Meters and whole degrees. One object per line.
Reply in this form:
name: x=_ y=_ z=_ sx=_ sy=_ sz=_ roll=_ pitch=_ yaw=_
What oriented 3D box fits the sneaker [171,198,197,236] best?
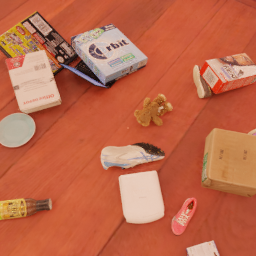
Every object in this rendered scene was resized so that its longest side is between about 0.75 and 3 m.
sneaker: x=1.910 y=2.957 z=9.553 sx=0.530 sy=0.623 sz=1.437 roll=29 pitch=66 yaw=15

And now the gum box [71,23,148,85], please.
gum box: x=-0.876 y=-3.461 z=12.795 sx=2.348 sy=0.616 sz=2.764 roll=-29 pitch=66 yaw=-26

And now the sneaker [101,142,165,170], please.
sneaker: x=0.189 y=1.094 z=10.569 sx=2.463 sy=0.893 sz=0.885 roll=-2 pitch=28 yaw=-14

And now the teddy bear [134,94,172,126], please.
teddy bear: x=1.045 y=-0.699 z=11.519 sx=1.237 sy=0.569 sz=1.706 roll=39 pitch=73 yaw=-10

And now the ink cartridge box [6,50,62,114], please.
ink cartridge box: x=-3.866 y=-1.871 z=11.619 sx=1.623 sy=0.917 sz=2.212 roll=-17 pitch=85 yaw=-9

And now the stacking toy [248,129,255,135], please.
stacking toy: x=5.238 y=0.694 z=10.900 sx=0.572 sy=0.572 sz=1.340 roll=-19 pitch=70 yaw=-10

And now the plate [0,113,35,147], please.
plate: x=-4.529 y=0.098 z=11.356 sx=1.564 sy=0.200 sz=1.564 roll=0 pitch=62 yaw=0

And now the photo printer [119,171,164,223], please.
photo printer: x=0.479 y=2.441 z=9.844 sx=1.427 sy=0.596 sz=1.715 roll=-7 pitch=61 yaw=-4

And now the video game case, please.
video game case: x=-4.075 y=-3.569 z=12.666 sx=2.763 sy=0.352 sz=2.497 roll=46 pitch=68 yaw=-5

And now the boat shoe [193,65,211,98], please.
boat shoe: x=3.265 y=-2.056 z=12.332 sx=0.480 sy=0.579 sz=1.613 roll=-4 pitch=65 yaw=-8

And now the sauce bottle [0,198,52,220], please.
sauce bottle: x=-3.657 y=2.742 z=9.666 sx=1.967 sy=0.636 sz=0.636 roll=-8 pitch=62 yaw=-4

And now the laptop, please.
laptop: x=-1.467 y=-2.756 z=12.333 sx=2.086 sy=1.216 sz=2.354 roll=32 pitch=66 yaw=15

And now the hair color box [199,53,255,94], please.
hair color box: x=4.443 y=-2.400 z=12.099 sx=2.369 sy=0.757 sz=1.314 roll=-16 pitch=61 yaw=-26

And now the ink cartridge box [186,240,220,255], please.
ink cartridge box: x=2.503 y=4.265 z=9.080 sx=0.969 sy=0.197 sz=0.967 roll=-13 pitch=62 yaw=-7

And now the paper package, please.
paper package: x=3.817 y=1.235 z=10.232 sx=1.992 sy=1.081 sz=2.090 roll=11 pitch=63 yaw=6
